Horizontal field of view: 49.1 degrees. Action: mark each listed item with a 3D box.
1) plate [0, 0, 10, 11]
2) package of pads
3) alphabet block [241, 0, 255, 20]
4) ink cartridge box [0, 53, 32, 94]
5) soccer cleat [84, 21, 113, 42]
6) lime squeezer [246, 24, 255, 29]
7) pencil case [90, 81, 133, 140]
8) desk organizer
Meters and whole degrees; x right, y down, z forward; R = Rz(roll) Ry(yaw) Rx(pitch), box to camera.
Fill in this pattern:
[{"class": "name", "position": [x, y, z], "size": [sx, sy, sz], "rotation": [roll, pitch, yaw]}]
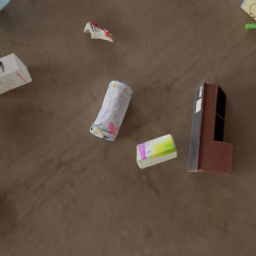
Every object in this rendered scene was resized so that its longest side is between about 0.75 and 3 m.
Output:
[{"class": "plate", "position": [-3.950, -3.465, 7.894], "size": [1.935, 0.247, 1.935], "rotation": [-18, 48, 21]}, {"class": "package of pads", "position": [0.750, 0.605, 7.447], "size": [1.037, 0.801, 0.354], "rotation": [-19, 113, 10]}, {"class": "alphabet block", "position": [4.051, -3.783, 8.252], "size": [0.852, 0.848, 0.868], "rotation": [-44, 82, -5]}, {"class": "ink cartridge box", "position": [-3.515, -1.424, 7.775], "size": [1.320, 0.974, 0.565], "rotation": [-25, 82, -5]}, {"class": "soccer cleat", "position": [-0.873, -2.791, 8.357], "size": [0.976, 0.335, 0.416], "rotation": [36, 92, 8]}, {"class": "lime squeezer", "position": [4.966, -3.521, 8.374], "size": [2.831, 0.534, 1.000], "rotation": [-35, 82, -5]}, {"class": "pencil case", "position": [-0.458, -0.464, 7.748], "size": [0.741, 0.679, 1.634], "rotation": [26, 79, -21]}, {"class": "desk organizer", "position": [2.282, 0.037, 7.595], "size": [0.925, 0.861, 2.402], "rotation": [7, 81, -1]}]
